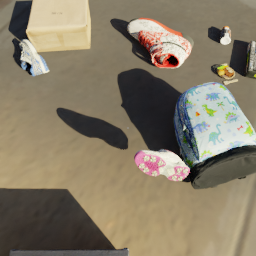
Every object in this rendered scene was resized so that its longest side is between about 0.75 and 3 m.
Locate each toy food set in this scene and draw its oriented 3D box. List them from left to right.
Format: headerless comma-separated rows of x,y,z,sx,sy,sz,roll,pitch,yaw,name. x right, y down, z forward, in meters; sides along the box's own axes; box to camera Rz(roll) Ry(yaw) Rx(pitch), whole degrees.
3.636,-2.070,10.368,0.662,0.192,0.959,-15,59,-10,toy food set

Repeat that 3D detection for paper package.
-2.664,-4.193,11.158,2.253,1.165,2.147,-4,57,-2,paper package

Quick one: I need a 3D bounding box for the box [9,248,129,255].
-1.220,4.008,5.616,2.511,1.436,2.758,1,54,-2,box

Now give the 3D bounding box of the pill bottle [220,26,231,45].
3.950,-3.777,11.341,0.404,0.404,0.761,10,58,6,pill bottle

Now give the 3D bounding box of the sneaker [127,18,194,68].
0.988,-3.218,10.666,2.775,0.927,1.487,24,58,11,sneaker

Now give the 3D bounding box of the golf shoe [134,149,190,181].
0.766,0.807,6.842,1.578,0.594,0.722,24,28,-30,golf shoe

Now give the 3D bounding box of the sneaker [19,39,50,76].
-3.717,-2.619,10.446,0.783,0.708,1.838,-35,63,-15,sneaker

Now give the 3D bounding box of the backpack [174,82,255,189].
2.423,0.038,8.146,2.234,2.105,2.738,-15,45,0,backpack

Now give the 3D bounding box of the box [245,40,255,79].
5.360,-2.461,10.500,1.711,0.421,1.772,15,58,7,box
